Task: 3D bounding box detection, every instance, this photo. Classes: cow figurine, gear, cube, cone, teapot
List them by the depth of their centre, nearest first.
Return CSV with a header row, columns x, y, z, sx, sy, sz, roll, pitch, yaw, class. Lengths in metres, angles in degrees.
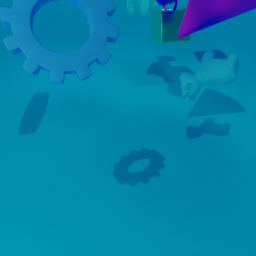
x,y,z,sx,sy,sz,roll,pitch,yaw,class
-0.728,-1.122,3.087,1.229,1.229,0.227,-9,5,-12,gear
1.550,-2.395,5.542,1.641,1.635,1.635,-47,43,7,cone
1.663,-1.031,5.783,1.138,0.625,1.120,14,72,35,cow figurine
0.733,-3.233,6.368,0.698,1.426,0.887,-28,-7,26,teapot
0.456,-4.307,8.126,0.924,1.656,1.682,11,41,22,cow figurine
1.320,-3.141,8.629,0.953,0.953,0.953,-6,20,-10,cube
